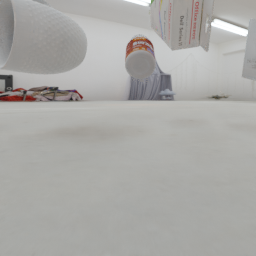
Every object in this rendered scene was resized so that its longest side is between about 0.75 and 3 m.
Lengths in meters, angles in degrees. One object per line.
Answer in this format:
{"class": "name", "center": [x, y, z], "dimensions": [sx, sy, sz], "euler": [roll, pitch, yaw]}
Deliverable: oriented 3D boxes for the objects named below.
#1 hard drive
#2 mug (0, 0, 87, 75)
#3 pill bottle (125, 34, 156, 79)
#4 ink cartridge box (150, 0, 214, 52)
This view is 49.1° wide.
{"class": "hard drive", "center": [3.633, -2.130, 7.670], "dimensions": [0.218, 1.635, 1.079], "euler": [-7, 21, -16]}
{"class": "mug", "center": [-2.561, -2.829, 8.217], "dimensions": [2.320, 2.646, 1.954], "euler": [0, -26, -42]}
{"class": "pill bottle", "center": [0.448, -2.757, 10.484], "dimensions": [1.095, 1.095, 1.953], "euler": [0, 39, 1]}
{"class": "ink cartridge box", "center": [1.514, -3.498, 8.582], "dimensions": [0.957, 1.665, 2.843], "euler": [-11, 39, -8]}
